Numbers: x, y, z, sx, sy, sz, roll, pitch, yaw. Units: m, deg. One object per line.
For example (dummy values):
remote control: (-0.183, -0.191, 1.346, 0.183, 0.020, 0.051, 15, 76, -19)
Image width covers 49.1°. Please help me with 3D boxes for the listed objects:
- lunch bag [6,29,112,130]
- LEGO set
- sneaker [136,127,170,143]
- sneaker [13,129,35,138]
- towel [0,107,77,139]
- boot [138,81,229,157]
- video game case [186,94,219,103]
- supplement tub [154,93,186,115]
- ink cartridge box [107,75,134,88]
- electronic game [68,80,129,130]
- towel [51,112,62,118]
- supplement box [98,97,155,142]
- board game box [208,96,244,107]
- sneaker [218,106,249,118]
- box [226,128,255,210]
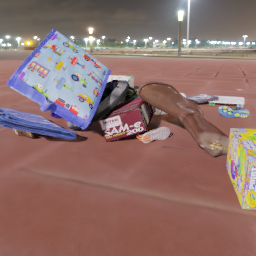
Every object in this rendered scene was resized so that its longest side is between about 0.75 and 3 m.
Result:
lunch bag: (-1.674, -1.165, 7.210, 2.009, 1.255, 2.668, 34, 27, -17)
LEGO set: (0.226, -1.249, 10.236, 1.795, 0.783, 2.764, 23, 10, -8)
sneaker: (0.664, 0.119, 7.802, 0.997, 0.387, 0.559, -9, 19, -29)
sneaker: (-2.995, 0.109, 8.015, 0.439, 0.410, 1.163, -27, 22, -20)
towel: (-2.816, -0.284, 7.689, 1.995, 0.329, 2.755, 15, 3, -39)
boot: (1.436, -0.251, 7.150, 2.179, 0.751, 2.338, 17, 27, -20)
video game case: (3.222, -1.327, 12.546, 1.017, 0.135, 1.424, -12, 14, -15)
supplement tub: (1.514, -0.929, 10.433, 1.146, 0.831, 0.831, -4, 17, -15)
ink cartridge box: (-0.692, -2.497, 15.669, 1.806, 0.759, 1.308, 5, 18, 15)
electronic game: (-0.948, -0.765, 8.831, 2.331, 0.485, 2.331, -32, 22, 14)
towel: (-2.084, -0.624, 10.383, 1.040, 0.349, 1.408, -1, 16, 15)
supplement box: (0.053, -0.368, 8.340, 1.204, 0.674, 2.212, -17, 12, 17)
board game box: (4.358, -1.183, 12.378, 1.439, 0.186, 1.439, 6, 19, 21)
sneaker: (3.829, -0.576, 10.188, 1.069, 0.379, 0.443, 8, 10, 12)
box: (2.688, 0.675, 5.006, 1.494, 0.946, 1.551, 3, 18, 9)
